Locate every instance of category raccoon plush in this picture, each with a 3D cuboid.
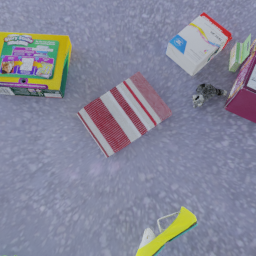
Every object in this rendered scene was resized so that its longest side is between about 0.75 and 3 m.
[{"bbox_3d":[2.962,-1.082,10.187,1.323,0.640,0.887,9,80,3],"label":"raccoon plush"}]

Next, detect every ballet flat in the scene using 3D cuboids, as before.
[{"bbox_3d":[0.977,3.206,8.375,2.400,0.802,0.804,-32,72,-14],"label":"ballet flat"}]

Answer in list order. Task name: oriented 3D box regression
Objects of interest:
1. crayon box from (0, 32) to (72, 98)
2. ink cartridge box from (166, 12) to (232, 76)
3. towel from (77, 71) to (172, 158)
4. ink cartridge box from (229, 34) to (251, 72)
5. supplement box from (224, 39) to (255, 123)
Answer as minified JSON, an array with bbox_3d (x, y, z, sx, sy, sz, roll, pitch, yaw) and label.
[{"bbox_3d":[-3.616,-2.377,10.488,2.669,0.778,2.303,4,70,1],"label":"crayon box"},{"bbox_3d":[2.858,-3.372,10.775,2.504,0.842,1.455,-43,77,-13],"label":"ink cartridge box"},{"bbox_3d":[-0.130,-0.521,10.141,2.863,0.326,2.062,-34,77,-9],"label":"towel"},{"bbox_3d":[4.120,-2.784,10.371,0.301,1.254,0.912,11,72,4],"label":"ink cartridge box"},{"bbox_3d":[4.772,-1.897,9.745,1.491,1.892,2.890,26,75,8],"label":"supplement box"}]
